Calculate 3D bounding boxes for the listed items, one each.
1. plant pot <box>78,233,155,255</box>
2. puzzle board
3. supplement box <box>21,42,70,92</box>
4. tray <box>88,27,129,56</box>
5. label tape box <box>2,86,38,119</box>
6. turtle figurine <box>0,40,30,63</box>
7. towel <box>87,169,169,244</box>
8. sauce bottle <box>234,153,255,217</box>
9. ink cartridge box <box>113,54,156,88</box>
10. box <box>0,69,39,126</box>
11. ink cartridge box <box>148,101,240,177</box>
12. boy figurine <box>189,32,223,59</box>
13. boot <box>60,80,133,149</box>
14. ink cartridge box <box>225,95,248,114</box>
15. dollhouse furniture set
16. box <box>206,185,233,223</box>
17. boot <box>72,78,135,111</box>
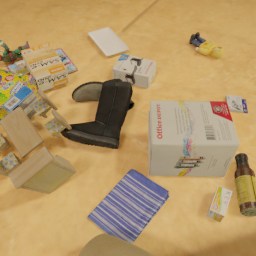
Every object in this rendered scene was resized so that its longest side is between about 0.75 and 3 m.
[{"bbox_3d":[-0.070,3.704,6.635,2.258,2.258,2.411,-36,48,-27],"label":"plant pot"},{"bbox_3d":[-4.109,-2.907,13.336,2.825,0.246,2.129,-25,54,-20],"label":"puzzle board"},{"bbox_3d":[-3.708,-2.754,12.496,1.406,0.820,2.231,-24,56,-19],"label":"supplement box"},{"bbox_3d":[-1.053,-4.470,14.644,1.303,0.269,2.427,-22,53,-18],"label":"tray"},{"bbox_3d":[-3.833,-0.668,10.490,0.488,1.542,1.112,32,66,20],"label":"label tape box"},{"bbox_3d":[-5.643,-3.585,13.421,1.857,1.390,0.935,-17,86,-20],"label":"turtle figurine"},{"bbox_3d":[0.067,2.409,8.796,1.626,0.268,2.247,31,56,24],"label":"towel"},{"bbox_3d":[3.831,1.773,9.071,0.677,0.677,2.093,6,49,5],"label":"sauce bottle"},{"bbox_3d":[0.312,-2.607,12.757,1.698,0.711,1.232,16,52,13],"label":"ink cartridge box"},{"bbox_3d":[-4.979,-1.219,11.268,1.900,1.203,1.973,12,51,9],"label":"box"},{"bbox_3d":[1.987,0.371,9.435,2.636,1.906,1.915,2,50,1],"label":"ink cartridge box"},{"bbox_3d":[3.949,-4.095,14.112,1.203,0.623,1.935,-24,51,-23],"label":"boy figurine"},{"bbox_3d":[-1.110,-0.685,10.613,2.207,0.879,2.677,13,67,0],"label":"boot"},{"bbox_3d":[4.574,-1.013,11.761,0.880,0.179,0.878,7,50,6],"label":"ink cartridge box"},{"bbox_3d":[-3.192,0.491,8.826,2.691,1.906,2.929,-39,69,-4],"label":"dollhouse furniture set"},{"bbox_3d":[2.832,2.348,8.675,0.471,0.523,0.930,22,54,18],"label":"box"},{"bbox_3d":[-1.024,-1.186,11.544,2.370,0.802,1.548,-15,56,-13],"label":"boot"}]
